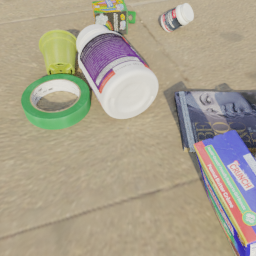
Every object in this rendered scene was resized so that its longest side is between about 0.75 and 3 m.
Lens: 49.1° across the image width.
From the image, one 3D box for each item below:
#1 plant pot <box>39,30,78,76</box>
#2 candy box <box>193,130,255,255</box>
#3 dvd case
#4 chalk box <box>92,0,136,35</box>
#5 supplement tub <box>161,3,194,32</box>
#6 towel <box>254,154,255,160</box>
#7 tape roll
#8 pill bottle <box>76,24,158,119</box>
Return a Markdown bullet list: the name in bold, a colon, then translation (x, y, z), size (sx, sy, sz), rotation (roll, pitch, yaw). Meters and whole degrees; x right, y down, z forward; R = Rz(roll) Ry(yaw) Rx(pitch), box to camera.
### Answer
- **plant pot**: translation (-2.057, -2.097, 8.450), size (1.222, 1.222, 1.124), rotation (-7, 60, -6)
- **candy box**: translation (1.875, 1.312, 4.644), size (0.777, 2.016, 1.705), rotation (-21, 47, 4)
- **dvd case**: translation (2.671, -0.231, 7.317), size (2.714, 0.217, 2.018), rotation (0, 49, 0)
- **chalk box**: translation (-0.485, -4.009, 10.180), size (1.524, 0.951, 0.944), rotation (-7, 49, -8)
- **supplement tub**: translation (1.738, -3.905, 9.947), size (1.003, 0.704, 0.704), rotation (-12, 33, 46)
- **towel**: translation (3.208, 1.037, 5.171), size (0.914, 1.769, 2.136), rotation (-30, 52, -7)
- **tape roll**: translation (-1.936, -0.755, 7.636), size (1.808, 0.434, 1.808), rotation (0, 49, 0)
- **pill bottle**: translation (-0.459, -1.687, 7.714), size (1.544, 1.544, 2.771), rotation (-19, 52, -16)
